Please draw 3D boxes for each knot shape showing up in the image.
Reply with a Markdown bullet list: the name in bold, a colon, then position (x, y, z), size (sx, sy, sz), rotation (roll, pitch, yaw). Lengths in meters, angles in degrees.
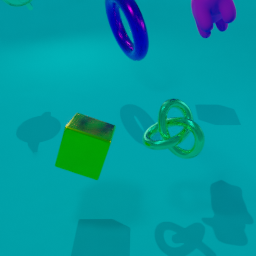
- **knot shape**: position (0.839, 0.092, 4.752), size (0.991, 0.489, 1.059), rotation (40, 84, 21)

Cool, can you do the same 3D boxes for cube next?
- **cube**: position (-0.699, 0.291, 4.752), size (0.753, 0.753, 0.753), rotation (19, 21, -3)

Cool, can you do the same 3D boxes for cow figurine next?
- **cow figurine**: position (1.416, -2.491, 5.084), size (0.814, 1.459, 1.482), rotation (-20, 3, 13)

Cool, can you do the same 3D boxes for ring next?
- **ring**: position (-0.050, -2.868, 7.861), size (0.414, 2.070, 2.070), rotation (-28, 40, -11)

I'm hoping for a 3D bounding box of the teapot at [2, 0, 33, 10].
- **teapot**: position (-2.984, -3.797, 7.379), size (1.260, 2.027, 0.993), rotation (-28, 80, -1)
